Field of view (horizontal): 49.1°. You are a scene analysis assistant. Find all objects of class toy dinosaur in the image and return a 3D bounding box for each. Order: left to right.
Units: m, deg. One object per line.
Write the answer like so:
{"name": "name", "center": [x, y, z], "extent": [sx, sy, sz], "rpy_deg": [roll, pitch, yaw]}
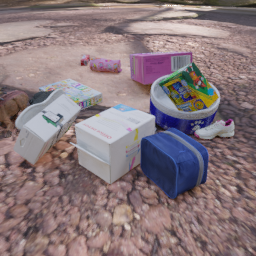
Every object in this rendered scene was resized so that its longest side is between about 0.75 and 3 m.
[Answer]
{"name": "toy dinosaur", "center": [-4.615, -0.964, 10.836], "extent": [1.210, 1.911, 2.820], "rpy_deg": [13, 33, 21]}

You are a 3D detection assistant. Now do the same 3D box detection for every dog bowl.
{"name": "dog bowl", "center": [2.222, -1.026, 11.272], "extent": [2.702, 1.064, 2.702], "rpy_deg": [1, 42, -1]}

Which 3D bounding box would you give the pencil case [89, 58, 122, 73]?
{"name": "pencil case", "center": [-1.319, -3.740, 16.719], "extent": [1.913, 0.836, 0.836], "rpy_deg": [8, 31, 12]}

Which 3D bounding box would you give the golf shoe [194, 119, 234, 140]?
{"name": "golf shoe", "center": [3.211, 0.013, 10.386], "extent": [1.528, 0.699, 0.576], "rpy_deg": [-7, 32, -9]}

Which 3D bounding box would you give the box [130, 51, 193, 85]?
{"name": "box", "center": [1.619, -3.189, 14.525], "extent": [2.501, 1.375, 2.844], "rpy_deg": [-7, 16, -10]}

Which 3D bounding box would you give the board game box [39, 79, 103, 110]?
{"name": "board game box", "center": [-2.746, -1.587, 13.315], "extent": [1.801, 0.458, 2.678], "rpy_deg": [-27, 40, -38]}

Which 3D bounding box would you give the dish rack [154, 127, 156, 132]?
{"name": "dish rack", "center": [0.482, 0.007, 10.845], "extent": [1.107, 0.241, 0.950], "rpy_deg": [12, 32, 18]}

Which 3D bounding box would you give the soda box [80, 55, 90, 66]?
{"name": "soda box", "center": [-2.780, -4.419, 18.238], "extent": [0.423, 0.384, 1.210], "rpy_deg": [1, 30, 2]}

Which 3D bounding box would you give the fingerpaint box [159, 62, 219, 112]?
{"name": "fingerpaint box", "center": [2.142, -1.365, 10.216], "extent": [0.683, 1.554, 1.862], "rpy_deg": [-42, 10, -16]}

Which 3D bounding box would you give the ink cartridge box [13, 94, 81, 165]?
{"name": "ink cartridge box", "center": [-2.603, 0.030, 9.130], "extent": [0.849, 1.470, 2.013], "rpy_deg": [38, 43, -2]}

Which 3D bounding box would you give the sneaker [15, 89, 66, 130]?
{"name": "sneaker", "center": [-3.812, -0.731, 11.610], "extent": [1.298, 0.925, 2.617], "rpy_deg": [0, 36, 38]}

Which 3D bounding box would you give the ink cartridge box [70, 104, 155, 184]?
{"name": "ink cartridge box", "center": [-0.477, 0.458, 8.808], "extent": [1.531, 1.492, 2.382], "rpy_deg": [25, 38, 35]}

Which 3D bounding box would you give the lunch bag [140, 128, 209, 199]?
{"name": "lunch bag", "center": [1.323, 0.906, 8.179], "extent": [1.334, 1.370, 2.016], "rpy_deg": [-16, 32, -26]}
